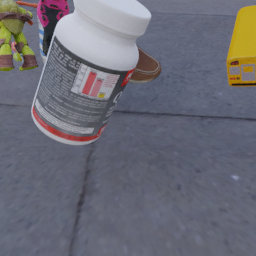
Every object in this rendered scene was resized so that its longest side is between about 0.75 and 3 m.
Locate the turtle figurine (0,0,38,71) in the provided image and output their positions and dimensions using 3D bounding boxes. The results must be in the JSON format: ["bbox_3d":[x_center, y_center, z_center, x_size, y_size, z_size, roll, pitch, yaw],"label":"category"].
[{"bbox_3d":[-2.823,-2.544,6.907,0.869,2.176,2.698,-8,8,22],"label":"turtle figurine"}]

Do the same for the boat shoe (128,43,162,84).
[{"bbox_3d":[-0.426,-2.246,7.922,2.997,1.076,1.135,26,59,8],"label":"boat shoe"}]

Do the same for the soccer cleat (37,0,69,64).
[{"bbox_3d":[-2.180,-2.716,8.038,0.896,1.107,2.564,3,64,-19],"label":"soccer cleat"}]

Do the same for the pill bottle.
[{"bbox_3d":[-0.788,-1.188,5.613,1.672,2.887,1.672,20,34,-14],"label":"pill bottle"}]

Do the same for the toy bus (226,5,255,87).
[{"bbox_3d":[2.277,-1.574,5.106,0.662,0.797,2.035,2,49,29],"label":"toy bus"}]

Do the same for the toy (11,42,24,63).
[{"bbox_3d":[-3.435,-2.416,8.770,0.380,0.926,1.608,-12,12,-22],"label":"toy"}]
